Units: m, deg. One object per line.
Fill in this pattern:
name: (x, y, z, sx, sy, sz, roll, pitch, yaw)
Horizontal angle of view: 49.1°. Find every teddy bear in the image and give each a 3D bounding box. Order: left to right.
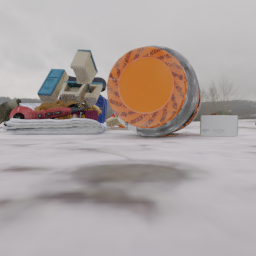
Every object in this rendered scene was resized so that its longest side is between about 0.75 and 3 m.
teddy bear: (-2.340, -0.615, 11.242, 2.006, 0.924, 2.766, 27, 28, 11)

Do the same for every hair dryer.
hair dryer: (-2.564, -0.497, 8.427, 2.017, 0.719, 2.648, -16, 6, 25)

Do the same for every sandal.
sandal: (-2.312, -1.822, 12.561, 2.698, 1.026, 0.578, 2, -37, -15)

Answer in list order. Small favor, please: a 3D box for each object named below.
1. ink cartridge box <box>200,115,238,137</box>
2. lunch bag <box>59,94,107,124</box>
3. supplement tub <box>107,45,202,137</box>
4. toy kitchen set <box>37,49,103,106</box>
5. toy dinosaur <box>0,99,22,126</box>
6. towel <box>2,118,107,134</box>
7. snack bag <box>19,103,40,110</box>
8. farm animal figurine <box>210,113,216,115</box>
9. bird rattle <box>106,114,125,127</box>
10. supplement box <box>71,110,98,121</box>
ink cartridge box: (1.815, -0.050, 5.604, 0.689, 0.396, 0.950, 0, 2, 17)
lunch bag: (-2.209, -0.904, 13.187, 2.401, 1.631, 1.589, 3, 1, -1)
supplement tub: (0.619, -0.664, 5.629, 1.631, 1.631, 2.661, 0, 2, 17)
toy kitchen set: (-1.895, -1.759, 8.794, 2.127, 1.253, 1.704, 5, -36, 17)
toy dinosaur: (-4.881, -0.685, 11.295, 0.997, 1.325, 2.591, 42, 2, 1)
towel: (-1.607, -0.064, 7.217, 2.090, 0.339, 2.846, 0, 1, -1)
snack bag: (-3.605, -0.542, 11.922, 1.619, 0.173, 1.527, 39, 14, 13)
farm animal figurine: (3.952, -0.286, 13.144, 0.398, 0.762, 0.754, -9, 40, -35)
bird rattle: (-0.092, -0.585, 11.950, 2.490, 1.403, 2.030, -3, 15, 43)
supplement box: (-1.509, -0.275, 9.553, 0.498, 0.641, 1.162, -1, 2, -35)
